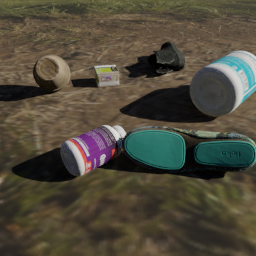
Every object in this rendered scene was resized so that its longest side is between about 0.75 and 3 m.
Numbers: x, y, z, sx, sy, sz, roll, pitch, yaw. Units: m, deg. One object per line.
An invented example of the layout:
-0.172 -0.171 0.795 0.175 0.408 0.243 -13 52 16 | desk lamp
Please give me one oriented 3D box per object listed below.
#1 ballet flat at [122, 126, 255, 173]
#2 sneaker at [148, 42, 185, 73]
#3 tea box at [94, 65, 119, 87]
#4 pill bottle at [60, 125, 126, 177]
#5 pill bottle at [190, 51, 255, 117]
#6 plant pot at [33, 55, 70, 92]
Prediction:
1.259 0.458 6.004 2.725 1.012 1.012 7 32 8 | ballet flat
1.408 -2.925 11.470 1.370 0.789 2.627 -3 34 -14 | sneaker
-0.759 -1.852 9.948 0.781 0.522 0.768 -6 33 -10 | tea box
-0.685 0.423 5.973 1.369 0.770 0.770 -25 39 -33 | pill bottle
3.083 -1.440 8.391 1.457 1.457 2.631 24 38 34 | pill bottle
-2.453 -1.790 8.816 1.196 1.196 1.037 -5 2 -7 | plant pot
